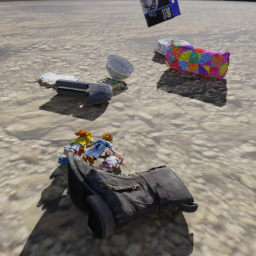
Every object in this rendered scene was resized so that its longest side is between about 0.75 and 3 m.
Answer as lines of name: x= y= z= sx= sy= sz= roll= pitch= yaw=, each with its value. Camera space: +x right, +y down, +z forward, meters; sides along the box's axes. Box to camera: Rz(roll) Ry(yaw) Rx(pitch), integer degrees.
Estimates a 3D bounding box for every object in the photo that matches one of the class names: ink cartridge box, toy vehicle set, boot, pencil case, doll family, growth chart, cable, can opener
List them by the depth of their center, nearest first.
boot: x=-0.026 y=1.140 z=5.718 sx=2.072 sy=0.824 sz=2.380 roll=-11 pitch=36 yaw=-28
doll family: x=-0.858 y=0.462 z=6.766 sx=1.653 sy=0.745 sz=1.026 roll=13 pitch=32 yaw=21
ink cartridge box: x=0.938 y=-3.643 z=8.126 sx=1.117 sy=1.107 sz=0.242 roll=-23 pitch=23 yaw=-3
can opener: x=-1.657 y=-1.315 z=10.022 sx=2.300 sy=0.614 sz=0.769 roll=9 pitch=30 yaw=17
toy vehicle set: x=-0.746 y=-1.849 z=11.438 sx=0.964 sy=0.128 sz=0.599 roll=26 pitch=38 yaw=37
growth chart: x=-2.962 y=-2.052 z=11.764 sx=1.800 sy=0.160 sz=1.303 roll=17 pitch=34 yaw=26
pencil case: x=3.055 y=-3.064 z=12.489 sx=2.913 sy=1.287 sz=1.287 roll=26 pitch=39 yaw=34
cable: x=2.512 y=-4.484 z=15.536 sx=1.808 sy=0.626 sz=1.808 roll=-8 pitch=31 yaw=-13

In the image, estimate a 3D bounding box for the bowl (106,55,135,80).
bowl: x=-0.428 y=-2.422 z=11.742 sx=1.325 sy=0.622 sz=1.325 roll=19 pitch=41 yaw=-18
